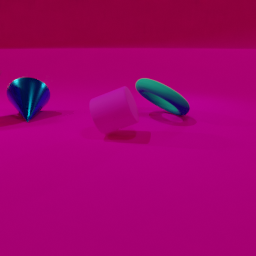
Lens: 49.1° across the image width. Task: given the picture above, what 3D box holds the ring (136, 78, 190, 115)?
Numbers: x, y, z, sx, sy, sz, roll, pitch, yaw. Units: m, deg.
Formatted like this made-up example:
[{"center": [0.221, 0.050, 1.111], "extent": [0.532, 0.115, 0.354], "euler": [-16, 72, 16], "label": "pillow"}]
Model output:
[{"center": [1.199, -1.070, 9.803], "extent": [2.091, 0.418, 2.091], "euler": [30, -3, 2], "label": "ring"}]

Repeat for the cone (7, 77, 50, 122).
[{"center": [-3.494, -0.716, 9.819], "extent": [1.527, 1.527, 1.532], "euler": [-4, 45, -13], "label": "cone"}]

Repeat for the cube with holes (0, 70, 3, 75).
[{"center": [-5.028, -1.711, 9.204], "extent": [1.022, 1.022, 1.022], "euler": [-2, -32, 45], "label": "cube with holes"}]

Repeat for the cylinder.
[{"center": [-0.369, -0.488, 7.891], "extent": [1.079, 1.079, 1.079], "euler": [-19, 14, 14], "label": "cylinder"}]
